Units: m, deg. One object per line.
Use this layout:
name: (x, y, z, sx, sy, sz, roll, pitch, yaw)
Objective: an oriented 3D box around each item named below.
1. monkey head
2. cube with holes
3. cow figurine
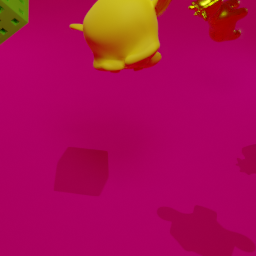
monkey head: (0.009, -1.245, 3.732, 1.591, 0.959, 1.145, -7, 4, 32)
cube with holes: (-2.345, -2.106, 4.742, 0.888, 0.888, 0.888, -27, 55, 21)
cow figurine: (1.606, -1.989, 5.113, 1.042, 1.059, 0.581, -17, 54, -6)
